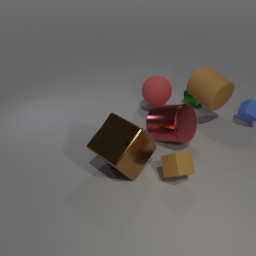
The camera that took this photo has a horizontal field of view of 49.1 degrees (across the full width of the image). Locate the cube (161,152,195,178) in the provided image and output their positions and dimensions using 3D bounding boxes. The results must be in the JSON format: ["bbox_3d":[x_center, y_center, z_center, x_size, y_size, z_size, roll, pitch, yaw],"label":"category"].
[{"bbox_3d":[1.551,1.152,8.768,0.700,0.700,0.700,1,-15,-37],"label":"cube"}]

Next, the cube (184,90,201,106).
[{"bbox_3d":[3.238,-1.541,13.802,0.700,0.700,0.700,-26,28,-36],"label":"cube"}]

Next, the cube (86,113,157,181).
[{"bbox_3d":[-0.178,0.609,9.089,1.400,1.400,1.400,29,78,36],"label":"cube"}]

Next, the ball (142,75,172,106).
[{"bbox_3d":[1.329,-1.726,12.956,1.400,1.400,1.400,0,31,0],"label":"ball"}]

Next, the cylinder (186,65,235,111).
[{"bbox_3d":[3.415,-1.658,11.662,1.400,1.400,1.400,-20,51,-30],"label":"cylinder"}]

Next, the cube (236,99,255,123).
[{"bbox_3d":[5.190,-0.717,11.887,0.700,0.700,0.700,27,75,-5],"label":"cube"}]

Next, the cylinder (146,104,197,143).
[{"bbox_3d":[1.638,-0.179,10.577,1.400,1.400,1.400,1,23,46],"label":"cylinder"}]
